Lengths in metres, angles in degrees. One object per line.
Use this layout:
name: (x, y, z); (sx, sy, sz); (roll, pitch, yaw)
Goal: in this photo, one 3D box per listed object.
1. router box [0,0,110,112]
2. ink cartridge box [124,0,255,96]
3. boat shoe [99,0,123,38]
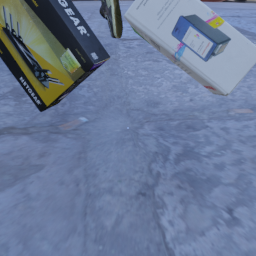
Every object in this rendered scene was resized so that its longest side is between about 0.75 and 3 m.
router box: (-2.153, -2.180, 6.756); (2.302, 2.928, 0.765); (-32, 6, 36)
ink cartridge box: (1.121, -1.588, 5.116); (2.151, 0.941, 1.563); (40, 12, 0)
boat shoe: (-0.461, -2.896, 6.910); (0.485, 1.475, 0.527); (-8, -2, 18)
